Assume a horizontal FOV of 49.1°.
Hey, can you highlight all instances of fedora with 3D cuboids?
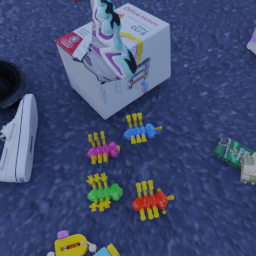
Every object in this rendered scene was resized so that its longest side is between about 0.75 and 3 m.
[{"bbox_3d":[-4.042,-1.146,8.625,2.070,0.945,2.070,0,60,0],"label":"fedora"}]

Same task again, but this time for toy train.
[{"bbox_3d":[-1.152,3.324,6.312,2.297,0.639,1.725,9,62,9],"label":"toy train"}]

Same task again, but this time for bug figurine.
[{"bbox_3d":[-0.034,1.064,7.505,2.216,0.735,2.858,-8,65,3],"label":"bug figurine"}]

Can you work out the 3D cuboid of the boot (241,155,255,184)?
[{"bbox_3d":[2.094,0.816,4.093,0.829,0.388,1.066,5,44,11],"label":"boot"}]

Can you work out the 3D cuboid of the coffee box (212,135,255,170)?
[{"bbox_3d":[3.044,0.737,7.961,1.094,0.241,0.673,32,65,17],"label":"coffee box"}]

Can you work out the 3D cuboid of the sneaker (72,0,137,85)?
[{"bbox_3d":[-0.623,-1.569,5.252,1.131,1.617,0.629,-13,17,28],"label":"sneaker"}]

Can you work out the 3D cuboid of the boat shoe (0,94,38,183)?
[{"bbox_3d":[-3.119,0.225,7.903,0.879,0.963,2.676,0,69,-5],"label":"boat shoe"}]

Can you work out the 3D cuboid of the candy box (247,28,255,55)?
[{"bbox_3d":[5.980,-2.856,9.572,2.725,0.975,2.286,-25,63,-13],"label":"candy box"}]

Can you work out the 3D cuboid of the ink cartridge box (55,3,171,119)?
[{"bbox_3d":[-0.317,-2.061,8.419,2.697,1.951,1.960,-35,55,-19],"label":"ink cartridge box"}]
